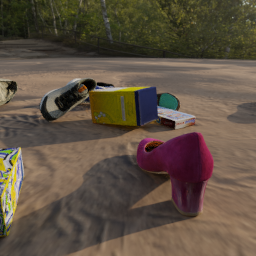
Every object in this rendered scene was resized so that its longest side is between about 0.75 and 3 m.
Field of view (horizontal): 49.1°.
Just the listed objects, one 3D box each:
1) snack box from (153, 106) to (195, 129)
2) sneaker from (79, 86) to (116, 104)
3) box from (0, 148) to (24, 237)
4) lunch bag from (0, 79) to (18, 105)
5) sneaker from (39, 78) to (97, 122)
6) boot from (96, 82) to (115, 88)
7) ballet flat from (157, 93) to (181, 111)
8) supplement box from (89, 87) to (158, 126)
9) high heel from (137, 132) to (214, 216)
[{"bbox_3d":[1.112,-0.496,10.165,0.960,0.324,2.669,-12,21,-34],"label":"snack box"},{"bbox_3d":[-1.530,-1.423,12.122,2.341,0.946,1.352,3,15,5],"label":"sneaker"},{"bbox_3d":[-2.231,0.991,4.763,0.629,0.685,1.956,-4,18,-12],"label":"box"},{"bbox_3d":[-6.094,-1.593,12.174,1.747,1.252,2.130,5,23,16],"label":"lunch bag"},{"bbox_3d":[-2.125,-1.153,10.075,1.030,0.960,2.597,-12,27,43],"label":"sneaker"},{"bbox_3d":[-1.322,-2.245,15.535,1.287,0.484,0.963,-1,17,-5],"label":"boot"},{"bbox_3d":[1.472,-1.073,11.424,0.768,0.777,2.284,7,11,-38],"label":"ballet flat"},{"bbox_3d":[-0.158,-0.753,9.329,2.035,1.114,1.108,5,16,36],"label":"supplement box"},{"bbox_3d":[0.769,0.354,5.589,0.992,1.412,2.945,-2,17,-6],"label":"high heel"}]
